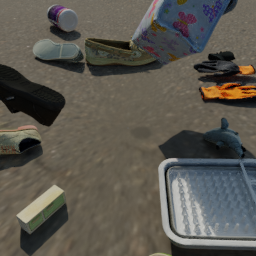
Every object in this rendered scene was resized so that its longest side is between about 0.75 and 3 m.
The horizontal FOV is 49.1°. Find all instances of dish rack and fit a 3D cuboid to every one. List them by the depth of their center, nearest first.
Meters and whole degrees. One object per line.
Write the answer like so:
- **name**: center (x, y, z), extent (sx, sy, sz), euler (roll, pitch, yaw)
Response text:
- **dish rack**: center (1.758, 1.410, 5.259), extent (2.334, 0.508, 2.003), euler (1, 38, 1)

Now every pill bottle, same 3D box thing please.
- **pill bottle**: center (-3.392, -5.619, 14.207), extent (1.043, 1.043, 1.854), euler (-25, 44, -29)

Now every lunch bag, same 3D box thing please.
- **lunch bag**: center (1.479, -3.008, 6.885), extent (1.609, 2.531, 2.147), euler (29, -4, -14)

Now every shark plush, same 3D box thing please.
- **shark plush**: center (2.314, 0.393, 6.574), extent (0.609, 0.664, 1.462), euler (-22, 35, -1)

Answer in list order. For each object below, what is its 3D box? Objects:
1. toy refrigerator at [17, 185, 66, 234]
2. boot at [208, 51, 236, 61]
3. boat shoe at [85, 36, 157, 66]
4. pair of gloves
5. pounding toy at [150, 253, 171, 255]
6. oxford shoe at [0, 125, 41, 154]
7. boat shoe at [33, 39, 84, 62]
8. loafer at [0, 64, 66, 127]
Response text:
- **toy refrigerator**: center (-1.588, 1.515, 5.253), extent (0.314, 0.341, 0.897), euler (24, 42, 29)
- **boot**: center (3.720, -2.664, 10.822), extent (0.894, 0.404, 1.091), euler (-8, 35, -14)
- **boat shoe**: center (-0.174, -3.019, 10.813), extent (2.984, 0.935, 1.093), euler (-6, 37, -8)
- **pair of gloves**: center (3.355, -1.643, 9.364), extent (2.129, 0.295, 2.389), euler (2, 42, 3)
- **pounding toy**: center (0.708, 2.357, 3.802), extent (1.395, 0.647, 1.077), euler (-10, 59, 48)
- **oxford shoe**: center (-2.829, 0.373, 6.623), extent (1.546, 0.547, 0.571), euler (-21, 44, -26)
- **boat shoe**: center (-2.794, -2.991, 11.188), extent (2.288, 0.833, 0.707), euler (11, -6, 25)
- **loafer**: center (-1.622, -0.453, 3.920), extent (1.526, 0.544, 0.557), euler (27, 25, 13)
